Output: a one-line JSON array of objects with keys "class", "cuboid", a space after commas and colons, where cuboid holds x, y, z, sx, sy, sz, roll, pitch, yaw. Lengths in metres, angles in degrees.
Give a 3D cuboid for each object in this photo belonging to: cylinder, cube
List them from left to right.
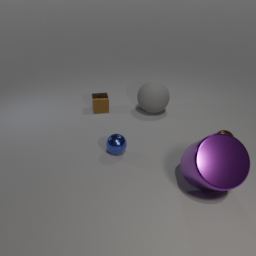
[{"class": "cube", "cuboid": [-1.227, -1.115, 12.495, 0.700, 0.700, 0.700, -5, 29, -9]}, {"class": "cylinder", "cuboid": [2.247, 0.943, 7.438, 1.400, 1.400, 1.400, -3, -12, -5]}]

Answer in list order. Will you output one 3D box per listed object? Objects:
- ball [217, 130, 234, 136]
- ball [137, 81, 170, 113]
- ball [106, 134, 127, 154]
[{"class": "ball", "cuboid": [3.308, 0.415, 9.650, 0.700, 0.700, 0.700, 0, 29, 0]}, {"class": "ball", "cuboid": [1.106, -1.350, 12.181, 1.400, 1.400, 1.400, 0, 29, 0]}, {"class": "ball", "cuboid": [-0.388, 0.540, 9.460, 0.700, 0.700, 0.700, 0, 29, 0]}]
